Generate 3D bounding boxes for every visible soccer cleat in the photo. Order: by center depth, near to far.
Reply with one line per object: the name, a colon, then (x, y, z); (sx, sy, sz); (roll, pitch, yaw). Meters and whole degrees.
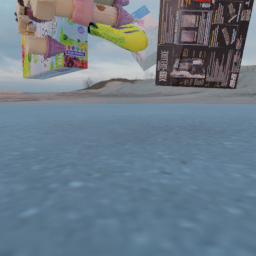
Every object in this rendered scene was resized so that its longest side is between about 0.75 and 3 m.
soccer cleat: (-0.502, -2.517, 7.385); (2.222, 0.718, 0.929); (32, 41, 21)

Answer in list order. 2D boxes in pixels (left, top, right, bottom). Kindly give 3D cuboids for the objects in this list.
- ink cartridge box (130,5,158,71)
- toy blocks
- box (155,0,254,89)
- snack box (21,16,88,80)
ink cartridge box: (0.749, -3.498, 11.440); (1.350, 2.157, 1.386); (-33, -10, -1)
toy blocks: (-0.742, -2.074, 4.351); (1.618, 1.796, 1.922); (-2, -37, -30)
box: (1.781, -2.331, 6.893); (2.120, 2.689, 0.669); (3, 29, 5)
snack box: (-2.113, -2.483, 7.653); (0.763, 2.048, 2.880); (-5, 6, -39)
